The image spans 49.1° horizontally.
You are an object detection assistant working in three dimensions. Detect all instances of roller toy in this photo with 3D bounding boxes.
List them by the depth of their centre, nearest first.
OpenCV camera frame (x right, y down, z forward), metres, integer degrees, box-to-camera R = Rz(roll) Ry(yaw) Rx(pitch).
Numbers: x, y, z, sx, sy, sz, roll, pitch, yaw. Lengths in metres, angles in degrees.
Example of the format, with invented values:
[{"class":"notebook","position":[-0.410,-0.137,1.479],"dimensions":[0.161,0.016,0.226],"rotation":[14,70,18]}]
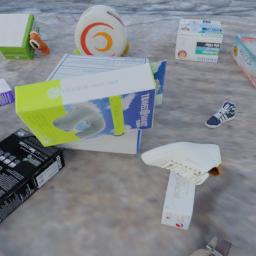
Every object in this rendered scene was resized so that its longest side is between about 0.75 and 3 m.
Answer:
[{"class":"roller toy","position":[-0.924,-3.373,10.065],"dimensions":[1.970,1.797,1.377],"rotation":[-1,39,-1]}]

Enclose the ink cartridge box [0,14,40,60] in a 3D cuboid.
[{"class":"ink cartridge box","position":[-4.594,-3.431,10.494],"dimensions":[2.132,0.808,1.576],"rotation":[2,66,4]}]

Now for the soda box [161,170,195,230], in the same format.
[{"class":"soda box","position":[1.069,1.192,5.644],"dimensions":[0.531,0.496,1.559],"rotation":[10,40,11]}]

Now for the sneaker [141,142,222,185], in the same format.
[{"class":"sneaker","position":[1.086,0.678,5.178],"dimensions":[1.727,0.629,0.731],"rotation":[2,68,-25]}]

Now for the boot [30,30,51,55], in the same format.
[{"class":"boot","position":[-3.264,-3.007,10.357],"dimensions":[0.405,1.079,0.579],"rotation":[-14,57,15]}]

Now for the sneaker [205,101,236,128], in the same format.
[{"class":"sneaker","position":[2.495,-0.382,7.489],"dimensions":[0.988,0.536,0.346],"rotation":[-21,44,-23]}]

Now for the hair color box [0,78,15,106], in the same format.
[{"class":"hair color box","position":[-4.192,-0.888,8.149],"dimensions":[1.487,0.482,0.813],"rotation":[-22,46,-27]}]

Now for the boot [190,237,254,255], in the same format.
[{"class":"boot","position":[1.276,2.536,4.005],"dimensions":[1.967,0.691,1.438],"rotation":[-27,40,-30]}]

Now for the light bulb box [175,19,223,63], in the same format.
[{"class":"light bulb box","position":[2.663,-3.352,10.666],"dimensions":[1.599,1.007,1.614],"rotation":[7,40,8]}]

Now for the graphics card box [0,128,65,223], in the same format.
[{"class":"graphics card box","position":[-2.590,1.007,5.807],"dimensions":[1.402,0.568,2.235],"rotation":[22,46,25]}]

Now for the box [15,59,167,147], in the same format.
[{"class":"box","position":[-0.495,-0.364,4.935],"dimensions":[2.432,1.483,0.580],"rotation":[-10,65,-2]}]

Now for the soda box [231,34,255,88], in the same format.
[{"class":"soda box","position":[4.364,-2.361,9.600],"dimensions":[0.789,0.849,2.482],"rotation":[-2,40,-2]}]

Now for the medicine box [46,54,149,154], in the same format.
[{"class":"medicine box","position":[-0.758,-0.739,7.210],"dimensions":[2.382,1.346,2.615],"rotation":[5,39,5]}]
